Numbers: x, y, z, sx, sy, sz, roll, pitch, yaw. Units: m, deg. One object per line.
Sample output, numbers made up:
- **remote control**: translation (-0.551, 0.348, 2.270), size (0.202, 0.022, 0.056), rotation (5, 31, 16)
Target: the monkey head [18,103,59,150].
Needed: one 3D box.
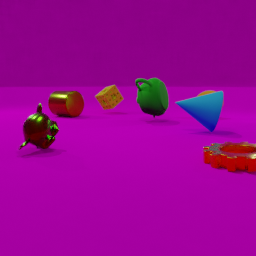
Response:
- **monkey head**: translation (-1.777, 0.081, 5.477), size (0.641, 1.064, 0.766), rotation (32, -39, -28)

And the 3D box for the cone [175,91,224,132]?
- **cone**: translation (1.800, -0.554, 7.445), size (1.116, 1.112, 1.112), rotation (13, 11, 6)

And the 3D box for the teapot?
- **teapot**: translation (0.807, -0.976, 9.579), size (1.013, 1.287, 2.069), rotation (-9, -37, 25)

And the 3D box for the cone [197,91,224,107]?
- **cone**: translation (2.996, -0.652, 10.259), size (1.079, 1.079, 1.083), rotation (2, 33, 11)

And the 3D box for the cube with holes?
- **cube with holes**: translation (-0.811, -1.321, 12.199), size (0.741, 0.741, 0.741), rotation (-45, 23, -28)

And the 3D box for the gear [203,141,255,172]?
- **gear**: translation (1.830, 0.446, 4.635), size (1.128, 0.209, 1.128), rotation (-3, 9, 1)

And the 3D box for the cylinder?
- **cylinder**: translation (-2.403, -0.953, 10.924), size (1.008, 1.008, 1.008), rotation (6, 11, 35)
